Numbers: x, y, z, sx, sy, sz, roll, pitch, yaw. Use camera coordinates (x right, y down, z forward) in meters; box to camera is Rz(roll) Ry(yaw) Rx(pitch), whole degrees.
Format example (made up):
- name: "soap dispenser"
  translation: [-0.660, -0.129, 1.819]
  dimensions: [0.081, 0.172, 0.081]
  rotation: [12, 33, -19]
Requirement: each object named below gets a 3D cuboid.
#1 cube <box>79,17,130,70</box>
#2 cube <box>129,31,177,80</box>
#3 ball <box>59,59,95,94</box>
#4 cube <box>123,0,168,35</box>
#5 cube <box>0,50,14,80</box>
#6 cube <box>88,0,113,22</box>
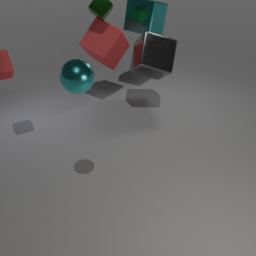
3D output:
- name: "cube"
  translation: [-0.993, -3.649, 12.218]
  dimensions: [1.400, 1.400, 1.400]
  rotation: [34, 0, 17]
- name: "cube"
  translation: [1.014, -2.937, 11.587]
  dimensions: [1.400, 1.400, 1.400]
  rotation: [11, -4, -16]
- name: "ball"
  translation: [-1.030, -1.039, 5.664]
  dimensions: [0.700, 0.700, 0.700]
  rotation: [0, 32, 0]
- name: "cube"
  translation: [0.804, -5.067, 12.776]
  dimensions: [1.400, 1.400, 1.400]
  rotation: [21, 26, 25]
- name: "cube"
  translation: [-3.961, -1.890, 8.550]
  dimensions: [0.700, 0.700, 0.700]
  rotation: [-18, 0, -26]
- name: "cube"
  translation: [-1.077, -4.785, 11.136]
  dimensions: [0.700, 0.700, 0.700]
  rotation: [37, 4, -8]
